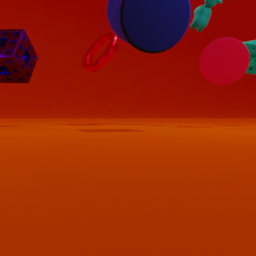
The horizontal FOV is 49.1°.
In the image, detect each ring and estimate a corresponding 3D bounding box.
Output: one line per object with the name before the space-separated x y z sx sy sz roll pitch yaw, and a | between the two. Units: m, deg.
ring | -1.125 -3.040 11.291 1.965 1.965 0.393 2 -28 49

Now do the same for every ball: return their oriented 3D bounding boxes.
ball | -0.008 -4.089 11.629 1.221 1.221 1.221 0 2 0

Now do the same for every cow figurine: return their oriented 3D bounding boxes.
cow figurine | 2.406 -3.613 8.695 0.588 1.071 1.054 19 -4 -9

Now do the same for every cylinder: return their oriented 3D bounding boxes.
cylinder | 0.346 -2.227 5.431 1.317 1.317 1.317 -1 25 -15

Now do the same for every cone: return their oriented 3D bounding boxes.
cone | 2.729 -2.114 8.188 1.322 1.322 1.327 0 30 11

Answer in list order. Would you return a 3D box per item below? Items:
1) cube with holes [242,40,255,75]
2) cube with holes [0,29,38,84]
cube with holes | 4.630 -2.484 9.841 1.007 1.007 1.007 -19 29 -33
cube with holes | -3.674 -2.200 8.656 1.155 1.155 1.155 2 -31 8
